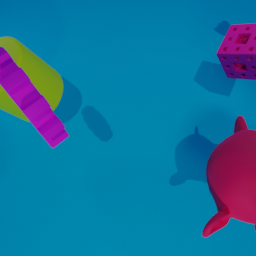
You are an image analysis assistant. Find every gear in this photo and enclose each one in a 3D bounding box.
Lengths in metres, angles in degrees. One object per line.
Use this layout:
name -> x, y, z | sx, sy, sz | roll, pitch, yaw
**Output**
gear -> -1.033, -0.303, 2.810 | 0.208, 1.124, 1.124 | -39, 67, -15

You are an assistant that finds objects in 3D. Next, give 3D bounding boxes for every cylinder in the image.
cylinder -> -2.182, -0.918, 5.593 | 1.280, 1.280, 1.280 | -9, 68, 22

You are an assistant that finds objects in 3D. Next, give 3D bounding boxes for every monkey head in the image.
monkey head -> 1.588, 0.768, 3.679 | 1.183, 1.412, 1.962 | 19, 50, 18

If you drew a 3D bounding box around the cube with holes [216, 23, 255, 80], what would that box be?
cube with holes -> 2.443, -1.553, 5.745 | 0.785, 0.785, 0.785 | 15, 70, 44
